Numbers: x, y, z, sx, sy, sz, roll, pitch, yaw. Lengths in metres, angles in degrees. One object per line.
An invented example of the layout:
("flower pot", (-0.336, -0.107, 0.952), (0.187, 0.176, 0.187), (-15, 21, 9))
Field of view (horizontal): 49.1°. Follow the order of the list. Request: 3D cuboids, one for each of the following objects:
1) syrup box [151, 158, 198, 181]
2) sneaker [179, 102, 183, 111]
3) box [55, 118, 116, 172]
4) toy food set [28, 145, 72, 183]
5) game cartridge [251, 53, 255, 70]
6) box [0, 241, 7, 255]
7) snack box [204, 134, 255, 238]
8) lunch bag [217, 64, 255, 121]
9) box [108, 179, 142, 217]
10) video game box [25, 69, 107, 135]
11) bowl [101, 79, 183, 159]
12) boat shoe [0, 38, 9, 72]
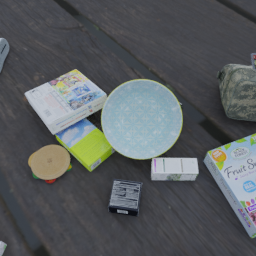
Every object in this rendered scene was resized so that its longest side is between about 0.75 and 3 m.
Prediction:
("syrup box", (1.528, 1.375, 9.349), (1.488, 0.586, 0.606), (1, 56, 1))
("sneaker", (0.891, -1.155, 10.830), (2.585, 1.008, 1.101), (18, 57, 12))
("box", (-1.593, 0.429, 10.041), (2.108, 0.502, 1.285), (39, 63, 24))
("toy food set", (-2.665, 1.199, 9.626), (1.382, 0.336, 1.368), (-26, 60, -17))
("game cartridge", (4.296, -2.177, 9.194), (0.174, 0.567, 0.852), (-16, 12, 3))
("box", (-4.063, 3.617, 7.904), (0.821, 0.450, 0.931), (11, 56, 7))
("snack box", (4.053, 1.736, 9.003), (2.004, 0.746, 2.818), (-18, 58, -12))
("lunch bag", (4.868, -1.500, 10.573), (2.633, 1.834, 2.208), (5, 40, 0))
("box", (-0.072, 2.187, 8.800), (0.943, 0.581, 0.935), (7, 56, 5))
("video game box", (-2.381, -1.120, 10.695), (2.352, 0.604, 2.582), (-32, 46, -17))
("bowl", (0.464, -0.274, 9.776), (2.649, 1.425, 2.649), (0, 89, 2))
("boat shoe", (-6.022, -2.954, 12.245), (0.821, 0.953, 2.646), (-7, 46, 15))
